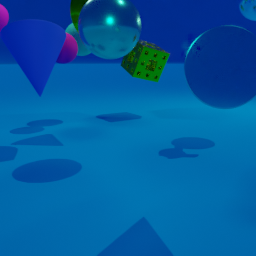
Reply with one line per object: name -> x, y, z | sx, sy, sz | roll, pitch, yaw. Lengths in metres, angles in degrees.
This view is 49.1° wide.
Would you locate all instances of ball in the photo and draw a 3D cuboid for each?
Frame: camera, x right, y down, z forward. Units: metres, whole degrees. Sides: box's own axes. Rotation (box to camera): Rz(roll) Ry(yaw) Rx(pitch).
ball -> -1.561, -2.959, 9.294 | 1.093, 1.093, 1.093 | 0, 14, 0
ball -> -0.346, -1.941, 5.375 | 1.206, 1.206, 1.206 | 0, 14, 0
ball -> -1.967, -2.389, 8.372 | 0.918, 0.918, 0.918 | 0, 14, 0
ball -> 3.326, -3.249, 7.039 | 1.047, 1.047, 1.047 | 0, 14, 0

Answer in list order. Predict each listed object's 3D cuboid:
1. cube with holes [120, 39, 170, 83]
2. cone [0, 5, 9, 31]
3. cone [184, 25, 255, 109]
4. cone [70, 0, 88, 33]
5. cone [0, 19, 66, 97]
cube with holes -> 0.604, -2.509, 10.313 | 1.132, 1.132, 1.132 | 6, 29, -31
cone -> -4.381, -3.586, 8.095 | 1.327, 1.327, 1.332 | 0, -19, 0
cone -> 1.060, -0.665, 3.361 | 0.869, 0.869, 0.873 | 1, 4, 4
cone -> -0.617, -2.943, 7.102 | 1.196, 1.192, 1.192 | 9, 17, 30
cone -> -1.974, -1.352, 6.088 | 1.388, 1.393, 1.388 | -8, -8, -1
